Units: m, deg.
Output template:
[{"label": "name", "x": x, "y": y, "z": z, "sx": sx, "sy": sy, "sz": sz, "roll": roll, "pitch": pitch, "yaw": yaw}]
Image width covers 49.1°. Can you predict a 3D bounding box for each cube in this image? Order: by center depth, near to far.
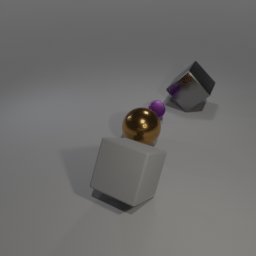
[{"label": "cube", "x": 0.038, "y": 1.119, "z": 7.681, "sx": 1.400, "sy": 1.400, "sz": 1.400, "roll": 17, "pitch": 5, "yaw": 26}, {"label": "cube", "x": 2.815, "y": -1.850, "z": 12.484, "sx": 1.400, "sy": 1.400, "sz": 1.400, "roll": 46, "pitch": 39, "yaw": -6}]

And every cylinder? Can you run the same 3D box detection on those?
[{"label": "cylinder", "x": 1.201, "y": -0.806, "z": 11.811, "sx": 0.700, "sy": 0.700, "sz": 0.700, "roll": 1, "pitch": 11, "yaw": 2}]

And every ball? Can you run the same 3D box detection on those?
[{"label": "ball", "x": 0.482, "y": -0.038, "z": 10.026, "sx": 1.400, "sy": 1.400, "sz": 1.400, "roll": 0, "pitch": 31, "yaw": 0}]
